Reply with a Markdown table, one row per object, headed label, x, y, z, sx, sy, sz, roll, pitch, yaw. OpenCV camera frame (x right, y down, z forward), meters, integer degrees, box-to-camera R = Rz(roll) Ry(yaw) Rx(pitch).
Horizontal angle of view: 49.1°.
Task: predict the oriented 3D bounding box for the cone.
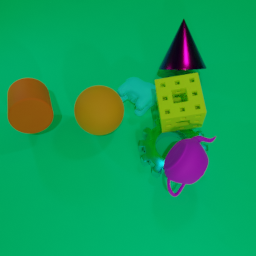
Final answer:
| label | x | y | z | sx | sy | sz | roll | pitch | yaw |
| --- | --- | --- | --- | --- | --- | --- | --- | --- | --- |
| cone | 1.695 | -2.582 | 8.628 | 1.480 | 1.486 | 1.480 | -1 | 14 | 0 |

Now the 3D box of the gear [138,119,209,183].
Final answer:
| label | x | y | z | sx | sy | sz | roll | pitch | yaw |
| --- | --- | --- | --- | --- | --- | --- | --- | --- | --- |
| gear | 1.213 | 0.552 | 7.619 | 1.830 | 0.338 | 1.830 | 0 | 58 | 0 |

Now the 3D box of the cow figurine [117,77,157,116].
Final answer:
| label | x | y | z | sx | sy | sz | roll | pitch | yaw |
| --- | --- | --- | --- | --- | --- | --- | --- | --- | --- |
| cow figurine | 0.646 | -1.098 | 8.390 | 1.597 | 0.876 | 1.571 | 38 | 69 | 14 |

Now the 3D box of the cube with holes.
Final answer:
| label | x | y | z | sx | sy | sz | roll | pitch | yaw |
| --- | --- | --- | --- | --- | --- | --- | --- | --- | --- |
| cube with holes | 1.331 | -0.619 | 7.296 | 1.079 | 1.079 | 1.079 | -9 | 71 | 6 |

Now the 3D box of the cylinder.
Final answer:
| label | x | y | z | sx | sy | sz | roll | pitch | yaw |
| --- | --- | --- | --- | --- | --- | --- | --- | --- | --- |
| cylinder | -2.648 | -0.609 | 7.565 | 1.115 | 1.115 | 1.115 | -16 | 42 | -10 |

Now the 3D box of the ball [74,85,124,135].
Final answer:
| label | x | y | z | sx | sy | sz | roll | pitch | yaw |
| --- | --- | --- | --- | --- | --- | --- | --- | --- | --- |
| ball | -0.777 | -0.477 | 7.601 | 1.342 | 1.342 | 1.342 | 0 | 57 | 0 |

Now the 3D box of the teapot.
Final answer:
| label | x | y | z | sx | sy | sz | roll | pitch | yaw |
| --- | --- | --- | --- | --- | --- | --- | --- | --- | --- |
| teapot | 1.463 | 0.798 | 6.647 | 0.886 | 1.125 | 1.809 | 35 | 80 | -10 |
